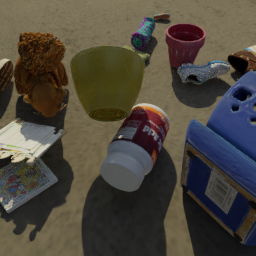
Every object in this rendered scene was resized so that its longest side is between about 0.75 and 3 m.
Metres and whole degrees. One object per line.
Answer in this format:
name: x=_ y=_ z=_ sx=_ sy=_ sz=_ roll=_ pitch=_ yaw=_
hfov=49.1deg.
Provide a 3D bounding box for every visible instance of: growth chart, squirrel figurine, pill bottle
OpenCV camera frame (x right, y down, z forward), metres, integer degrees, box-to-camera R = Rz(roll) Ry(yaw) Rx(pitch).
growth chart: x=-2.962 y=0.322 z=7.746 sx=2.355 sy=0.209 sz=1.704 roll=11 pitch=38 yaw=31
squirrel figurine: x=-2.723 y=-1.638 z=8.677 sx=1.826 sy=2.580 sz=2.408 roll=-6 pitch=37 yaw=-14
pill bottle: x=0.219 y=0.478 z=7.493 sx=1.275 sy=1.275 sz=2.234 roll=16 pitch=48 yaw=16

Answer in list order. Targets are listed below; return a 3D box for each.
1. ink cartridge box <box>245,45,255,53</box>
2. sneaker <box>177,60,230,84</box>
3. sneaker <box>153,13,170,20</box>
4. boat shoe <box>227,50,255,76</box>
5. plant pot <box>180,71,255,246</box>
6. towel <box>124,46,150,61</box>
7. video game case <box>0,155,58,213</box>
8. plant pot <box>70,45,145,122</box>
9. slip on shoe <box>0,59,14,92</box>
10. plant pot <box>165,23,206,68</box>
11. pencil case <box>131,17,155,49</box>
ink cartridge box: x=5.133 y=-2.947 z=11.380 sx=0.763 sy=0.561 sz=0.552 roll=-21 pitch=49 yaw=-19
sneaker: x=2.847 y=-1.967 z=10.422 sx=1.901 sy=0.713 sz=0.824 roll=-6 pitch=51 yaw=5
sneaker: x=1.714 y=-5.770 z=14.336 sx=0.883 sy=0.315 sz=0.353 roll=-3 pitch=50 yaw=-1
boat shoe: x=4.614 y=-1.968 z=10.161 sx=0.973 sy=0.974 sz=2.766 roll=-6 pitch=38 yaw=-13
plant pot: x=2.754 y=0.797 z=6.267 sx=2.453 sy=2.728 sz=2.728 roll=-32 pitch=54 yaw=-21
towel: x=0.079 y=-2.967 z=11.617 sx=1.420 sy=0.259 sz=1.053 roll=26 pitch=50 yaw=24
video game case: x=-2.813 y=1.361 z=7.410 sx=1.428 sy=0.163 sz=1.299 roll=-33 pitch=53 yaw=-28
plant pot: x=-0.514 y=-0.965 z=7.164 sx=1.947 sy=1.947 sz=1.382 roll=-1 pitch=71 yaw=-1
slip on shoe: x=-4.875 y=-1.486 z=9.663 sx=0.826 sy=1.036 sz=2.726 roll=13 pitch=54 yaw=2
plant pot: x=2.181 y=-3.149 z=11.016 sx=1.517 sy=1.358 sz=1.517 roll=0 pitch=46 yaw=0
pencil case: x=0.675 y=-4.260 z=12.478 sx=0.746 sy=0.810 sz=1.753 roll=-11 pitch=39 yaw=32
